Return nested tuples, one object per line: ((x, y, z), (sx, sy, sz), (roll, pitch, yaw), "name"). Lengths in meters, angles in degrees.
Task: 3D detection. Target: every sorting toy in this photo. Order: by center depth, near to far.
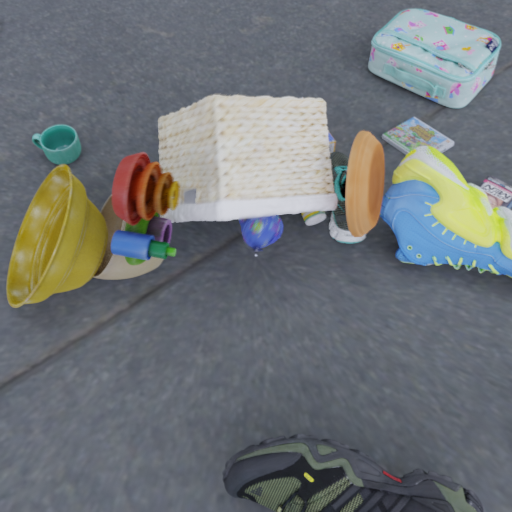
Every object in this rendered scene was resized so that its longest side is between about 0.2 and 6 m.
((-1.494, -0.505, 8.240), (0.883, 2.150, 1.292), (11, 60, 5), "sorting toy")

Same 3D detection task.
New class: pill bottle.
((1.023, -1.008, 10.791), (0.427, 0.427, 0.758), (-17, 76, -14), "pill bottle")

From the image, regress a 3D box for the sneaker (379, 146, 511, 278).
((3.677, -0.267, 10.122), (3.541, 1.860, 1.341), (44, 28, 4), "sneaker")

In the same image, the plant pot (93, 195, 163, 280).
((-2.194, -0.248, 9.988), (1.050, 1.564, 1.564), (18, 42, -31), "plant pot")

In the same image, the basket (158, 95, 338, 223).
((-0.262, -1.588, 9.619), (2.385, 1.918, 2.363), (-10, 8, -32), "basket")

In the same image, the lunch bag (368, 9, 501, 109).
((4.433, -4.960, 13.950), (2.936, 1.132, 2.355), (32, 57, 24), "lunch bag")

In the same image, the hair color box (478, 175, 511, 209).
((4.536, -0.947, 11.079), (0.707, 0.428, 1.414), (34, 59, 24), "hair color box")

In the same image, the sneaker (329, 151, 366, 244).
((1.817, -1.396, 11.039), (0.907, 1.066, 2.337), (-3, 50, -3), "sneaker")

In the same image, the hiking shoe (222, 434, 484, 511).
((1.129, 3.380, 6.936), (3.381, 1.280, 1.702), (10, 48, 8), "hiking shoe")

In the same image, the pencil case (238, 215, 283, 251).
((-0.009, -0.903, 9.798), (0.705, 0.785, 1.807), (-40, 39, 22), "pencil case")

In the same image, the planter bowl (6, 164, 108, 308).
((-3.304, -0.204, 9.717), (1.060, 2.544, 2.544), (22, 40, -35), "planter bowl")

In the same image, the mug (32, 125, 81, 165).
((-4.259, -2.403, 12.151), (0.942, 0.583, 0.774), (39, 65, 22), "mug")

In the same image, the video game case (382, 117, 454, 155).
((3.651, -2.617, 12.657), (1.097, 0.133, 1.205), (-31, 57, -24), "video game case")

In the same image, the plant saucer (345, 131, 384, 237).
((1.858, -1.180, 9.351), (0.330, 1.766, 1.766), (5, 49, 23), "plant saucer")

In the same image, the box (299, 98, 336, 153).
((0.837, -2.923, 12.742), (1.188, 0.414, 1.996), (-17, 54, -13), "box")
